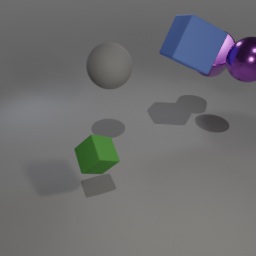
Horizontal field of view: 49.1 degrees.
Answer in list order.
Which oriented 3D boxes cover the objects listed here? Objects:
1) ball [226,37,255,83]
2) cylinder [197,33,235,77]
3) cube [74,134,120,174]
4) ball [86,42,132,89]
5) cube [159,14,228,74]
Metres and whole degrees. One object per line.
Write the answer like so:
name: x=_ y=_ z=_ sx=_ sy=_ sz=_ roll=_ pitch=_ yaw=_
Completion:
ball: x=3.814 y=-2.139 z=8.807 sx=1.400 sy=1.400 sz=1.400 roll=0 pitch=31 yaw=0
cylinder: x=3.273 y=-2.836 z=10.808 sx=1.400 sy=1.400 sz=1.400 roll=4 pitch=-5 yaw=7
cube: x=-0.760 y=0.659 z=6.839 sx=0.700 sy=0.700 sz=0.700 roll=13 pitch=47 yaw=-49
ball: x=-0.564 y=-1.878 z=8.520 sx=1.400 sy=1.400 sz=1.400 roll=0 pitch=31 yaw=0
cube: x=2.114 y=-2.787 z=9.303 sx=1.400 sy=1.400 sz=1.400 roll=20 pitch=15 yaw=-19
